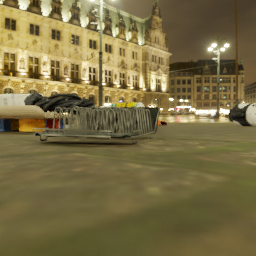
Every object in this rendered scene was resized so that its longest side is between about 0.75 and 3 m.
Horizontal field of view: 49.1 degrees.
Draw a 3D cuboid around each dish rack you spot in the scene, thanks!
[{"bbox_3d":[-0.386,-0.089,4.407,1.596,0.568,2.081,0,2,15],"label":"dish rack"}]

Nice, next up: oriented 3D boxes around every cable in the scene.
[{"bbox_3d":[-1.837,-0.568,8.074,1.897,0.591,2.325,13,-9,-39],"label":"cable"}]

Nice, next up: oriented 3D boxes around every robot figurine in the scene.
[{"bbox_3d":[6.122,-0.700,14.465,1.425,1.184,1.897,-45,19,-17],"label":"robot figurine"}]

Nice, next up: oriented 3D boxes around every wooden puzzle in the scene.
[{"bbox_3d":[-3.019,-0.180,8.047,2.459,0.615,2.655,1,-3,9],"label":"wooden puzzle"}]

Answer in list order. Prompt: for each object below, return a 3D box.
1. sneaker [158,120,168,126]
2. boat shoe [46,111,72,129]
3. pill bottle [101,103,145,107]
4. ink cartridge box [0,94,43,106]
[{"bbox_3d":[1.710,-0.300,15.464,0.948,0.368,0.531,0,0,11],"label":"sneaker"},{"bbox_3d":[-2.894,-0.278,9.885,1.772,0.619,0.628,0,2,-9],"label":"boat shoe"},{"bbox_3d":[-0.263,-0.527,11.489,1.824,1.029,1.029,1,2,20],"label":"pill bottle"},{"bbox_3d":[-4.080,-0.654,10.584,1.710,1.262,0.732,1,13,13],"label":"ink cartridge box"}]
